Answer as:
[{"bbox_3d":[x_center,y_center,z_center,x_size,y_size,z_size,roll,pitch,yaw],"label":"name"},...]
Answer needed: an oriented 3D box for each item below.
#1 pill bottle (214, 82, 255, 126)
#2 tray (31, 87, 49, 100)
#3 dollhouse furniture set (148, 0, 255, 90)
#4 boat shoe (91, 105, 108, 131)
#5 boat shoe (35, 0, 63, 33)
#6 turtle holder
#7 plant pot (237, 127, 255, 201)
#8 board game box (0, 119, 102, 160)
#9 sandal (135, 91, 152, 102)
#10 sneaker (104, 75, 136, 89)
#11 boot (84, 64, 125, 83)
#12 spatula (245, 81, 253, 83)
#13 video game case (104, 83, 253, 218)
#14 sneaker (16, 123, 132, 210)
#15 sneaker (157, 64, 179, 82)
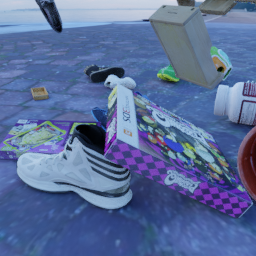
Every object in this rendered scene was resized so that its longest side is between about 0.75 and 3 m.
[{"bbox_3d":[3.994,-0.740,8.809,2.329,1.316,1.316,11,27,20],"label":"pill bottle"},{"bbox_3d":[-3.651,-1.426,11.576,0.563,0.212,1.142,-10,28,-21],"label":"tray"},{"bbox_3d":[2.077,-2.553,6.397,2.715,1.804,2.380,-45,41,-9],"label":"dollhouse furniture set"},{"bbox_3d":[-0.474,-0.195,8.331,0.757,0.618,1.800,38,4,-48],"label":"boat shoe"},{"bbox_3d":[-2.278,-3.451,8.156,0.502,1.501,0.428,-30,54,-6],"label":"boat shoe"},{"bbox_3d":[4.094,-2.873,13.394,1.503,1.608,2.117,35,-4,20],"label":"turtle holder"},{"bbox_3d":[3.511,0.537,5.674,1.984,1.984,1.930,18,22,33],"label":"plant pot"},{"bbox_3d":[-2.020,0.301,7.525,2.439,0.394,1.464,2,31,5],"label":"board game box"},{"bbox_3d":[0.564,-0.885,9.960,1.432,0.623,0.569,24,32,37],"label":"sandal"},{"bbox_3d":[-0.360,-1.908,12.403,1.468,0.550,0.731,12,46,25],"label":"sneaker"},{"bbox_3d":[-1.229,-2.795,13.980,1.833,0.671,1.380,-19,31,-22],"label":"boot"},{"bbox_3d":[5.850,-2.131,13.237,0.534,0.062,0.768,12,28,26],"label":"spatula"},{"bbox_3d":[0.891,0.320,5.873,2.871,0.514,2.602,27,24,-15],"label":"video game case"},{"bbox_3d":[-1.188,0.531,5.789,2.772,1.595,1.046,10,27,21],"label":"sneaker"},{"bbox_3d":[2.389,-3.052,13.812,1.084,1.223,2.927,19,32,33],"label":"sneaker"}]
